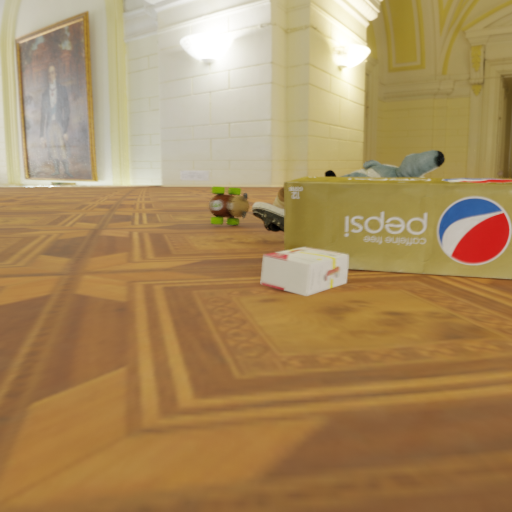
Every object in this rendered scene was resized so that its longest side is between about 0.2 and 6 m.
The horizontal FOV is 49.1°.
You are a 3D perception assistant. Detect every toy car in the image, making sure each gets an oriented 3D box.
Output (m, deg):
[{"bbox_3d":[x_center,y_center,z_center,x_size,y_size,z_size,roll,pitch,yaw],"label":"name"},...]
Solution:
[{"bbox_3d":[-0.553,-1.226,13.835,0.907,0.945,1.150,0,5,-31],"label":"toy car"}]

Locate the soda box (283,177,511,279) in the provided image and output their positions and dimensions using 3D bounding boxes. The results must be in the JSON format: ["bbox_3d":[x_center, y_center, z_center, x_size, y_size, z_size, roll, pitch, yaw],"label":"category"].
[{"bbox_3d":[2.490,-0.481,8.221,4.071,1.303,1.379,3,12,19],"label":"soda box"}]

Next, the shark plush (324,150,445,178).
[{"bbox_3d":[2.592,-1.522,13.288,4.461,2.027,1.858,24,52,32],"label":"shark plush"}]

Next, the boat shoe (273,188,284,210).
[{"bbox_3d":[1.386,-1.040,13.528,2.052,0.662,0.731,18,43,-11],"label":"boat shoe"}]

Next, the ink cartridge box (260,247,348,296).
[{"bbox_3d":[0.621,0.169,7.007,0.699,0.402,0.963,11,13,35],"label":"ink cartridge box"}]

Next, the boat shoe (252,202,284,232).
[{"bbox_3d":[0.383,-0.697,11.132,1.549,0.438,0.532,23,-12,48],"label":"boat shoe"}]
